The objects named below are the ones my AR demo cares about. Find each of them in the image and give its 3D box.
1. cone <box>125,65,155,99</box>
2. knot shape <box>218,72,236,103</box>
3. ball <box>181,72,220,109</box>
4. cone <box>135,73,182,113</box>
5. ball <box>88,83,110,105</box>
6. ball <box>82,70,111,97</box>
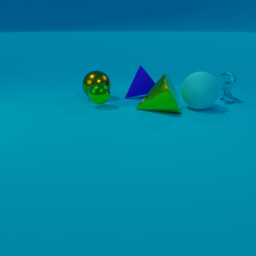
[{"bbox_3d":[0.399,-1.676,11.852,1.384,1.379,1.379,-38,21,7],"label":"cone"},{"bbox_3d":[4.089,-1.606,11.629,0.581,1.257,1.176,4,-8,12],"label":"knot shape"},{"bbox_3d":[2.676,-1.389,10.406,1.384,1.384,1.384,0,21,0],"label":"ball"},{"bbox_3d":[0.952,-0.995,10.277,1.551,1.545,1.545,-22,15,19],"label":"cone"},{"bbox_3d":[-1.080,-1.296,10.603,0.830,0.830,0.830,0,21,0],"label":"ball"},{"bbox_3d":[-1.315,-1.804,11.769,1.206,1.206,1.206,0,21,0],"label":"ball"}]
